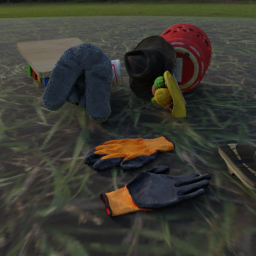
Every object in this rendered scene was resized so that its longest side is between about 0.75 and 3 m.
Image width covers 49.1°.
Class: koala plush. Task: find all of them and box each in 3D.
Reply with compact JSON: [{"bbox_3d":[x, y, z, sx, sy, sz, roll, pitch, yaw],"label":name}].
[{"bbox_3d":[-1.291,-1.379,8.356,1.931,2.001,2.178,14,5,-6],"label":"koala plush"}]

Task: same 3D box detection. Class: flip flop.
[{"bbox_3d":[2.201,0.759,5.345,0.690,0.490,1.702,-3,25,-2],"label":"flip flop"}]

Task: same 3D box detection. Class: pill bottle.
[{"bbox_3d":[-0.941,-1.895,9.905,1.451,0.814,0.814,-9,26,1],"label":"pill bottle"}]

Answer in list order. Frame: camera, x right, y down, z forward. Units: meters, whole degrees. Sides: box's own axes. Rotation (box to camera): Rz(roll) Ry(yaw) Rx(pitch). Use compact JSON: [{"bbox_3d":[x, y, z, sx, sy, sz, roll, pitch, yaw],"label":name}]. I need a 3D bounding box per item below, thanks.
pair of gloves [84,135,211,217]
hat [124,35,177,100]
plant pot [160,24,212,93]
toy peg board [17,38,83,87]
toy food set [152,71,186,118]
[{"bbox_3d":[0.310,0.772,5.577,2.090,0.290,2.346,-9,28,-19],"label":"pair of gloves"},{"bbox_3d":[0.431,-2.062,9.166,0.944,2.341,2.341,7,17,-39],"label":"hat"},{"bbox_3d":[1.914,-2.466,10.181,2.186,2.186,1.991,6,34,12],"label":"plant pot"},{"bbox_3d":[-2.743,-2.494,11.526,2.708,1.325,2.697,-17,45,-30],"label":"toy peg board"},{"bbox_3d":[1.108,-0.899,8.080,0.730,1.315,2.235,-23,8,17],"label":"toy food set"}]
